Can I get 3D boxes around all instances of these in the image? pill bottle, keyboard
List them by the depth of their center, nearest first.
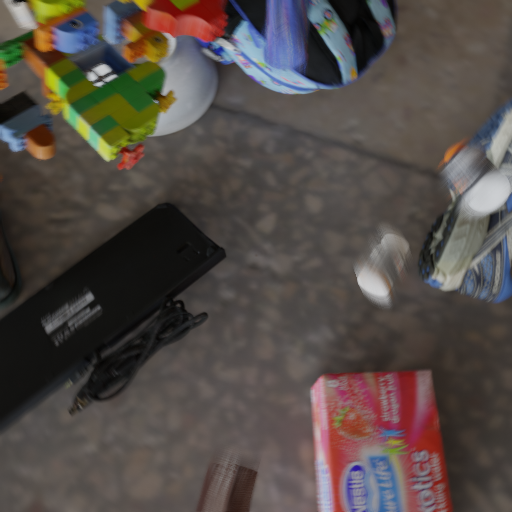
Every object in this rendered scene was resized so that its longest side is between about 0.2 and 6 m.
[{"bbox_3d":[2.409,-0.904,6.219,0.465,0.465,0.875,-6,39,-2],"label":"pill bottle"},{"bbox_3d":[1.637,0.108,7.153,0.431,0.431,0.740,29,71,10],"label":"pill bottle"},{"bbox_3d":[-2.434,1.226,8.257,4.591,0.910,2.389,-38,51,-12],"label":"keyboard"}]

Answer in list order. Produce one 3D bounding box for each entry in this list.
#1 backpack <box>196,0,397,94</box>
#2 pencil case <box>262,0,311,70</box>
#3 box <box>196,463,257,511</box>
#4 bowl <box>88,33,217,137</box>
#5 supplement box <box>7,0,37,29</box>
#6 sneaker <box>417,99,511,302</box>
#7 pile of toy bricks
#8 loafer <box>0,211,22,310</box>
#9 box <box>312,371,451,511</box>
[{"bbox_3d":[0.506,-4.243,9.262,3.382,2.275,3.088,46,67,-13],"label":"backpack"},{"bbox_3d":[0.379,-2.911,6.600,0.539,0.600,1.381,2,79,23],"label":"pencil case"},{"bbox_3d":[-0.357,2.665,5.732,0.371,0.495,0.989,6,73,30],"label":"box"},{"bbox_3d":[-1.859,-3.311,9.647,2.317,1.041,2.317,0,68,0],"label":"bowl"},{"bbox_3d":[-4.233,-4.683,10.260,0.313,0.852,0.537,11,71,7],"label":"supplement box"},{"bbox_3d":[3.848,-0.889,8.736,1.537,1.390,3.608,27,79,-1],"label":"sneaker"},{"bbox_3d":[-1.925,-1.904,6.550,1.945,2.186,3.940,45,63,5],"label":"pile of toy bricks"},{"bbox_3d":[-4.559,-0.594,8.653,1.097,0.960,3.053,-31,72,-11],"label":"loafer"},{"bbox_3d":[1.547,2.975,7.080,1.427,1.367,2.863,-2,69,-1],"label":"box"}]
